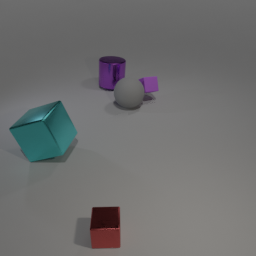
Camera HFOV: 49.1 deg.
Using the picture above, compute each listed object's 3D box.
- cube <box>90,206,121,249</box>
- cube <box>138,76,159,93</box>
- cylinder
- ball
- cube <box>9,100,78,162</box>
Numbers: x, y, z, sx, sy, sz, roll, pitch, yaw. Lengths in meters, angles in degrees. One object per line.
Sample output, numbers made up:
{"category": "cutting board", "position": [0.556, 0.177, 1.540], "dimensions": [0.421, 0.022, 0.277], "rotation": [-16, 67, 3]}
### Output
{"category": "cube", "position": [-0.536, 2.425, 6.853], "dimensions": [0.700, 0.700, 0.700], "rotation": [-1, 32, -2]}
{"category": "cube", "position": [0.976, -2.057, 13.401], "dimensions": [0.700, 0.700, 0.700], "rotation": [-8, 4, -19]}
{"category": "cylinder", "position": [-0.840, -2.927, 14.765], "dimensions": [1.400, 1.400, 1.400], "rotation": [3, 29, -2]}
{"category": "ball", "position": [0.053, -1.618, 12.773], "dimensions": [1.400, 1.400, 1.400], "rotation": [0, 31, 0]}
{"category": "cube", "position": [-2.827, 0.106, 9.584], "dimensions": [1.400, 1.400, 1.400], "rotation": [-13, 27, 20]}
